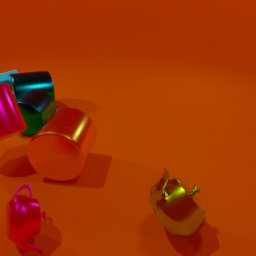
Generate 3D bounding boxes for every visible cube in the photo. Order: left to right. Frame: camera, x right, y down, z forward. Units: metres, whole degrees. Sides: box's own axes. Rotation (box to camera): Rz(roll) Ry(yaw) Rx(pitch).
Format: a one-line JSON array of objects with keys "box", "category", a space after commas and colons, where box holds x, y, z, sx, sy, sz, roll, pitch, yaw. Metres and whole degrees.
[{"box": [-4.206, -1.498, 10.041, 0.816, 0.816, 0.816, -23, 36, -23], "category": "cube"}]

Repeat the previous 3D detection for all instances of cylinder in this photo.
[{"box": [-3.099, -0.299, 6.505, 1.137, 1.137, 1.137, -22, 3, 1], "category": "cylinder"}, {"box": [-3.150, -1.215, 9.158, 1.212, 1.212, 1.212, -12, 31, -27], "category": "cylinder"}, {"box": [-2.749, -0.457, 8.060, 1.027, 1.027, 1.027, 3, 28, 6], "category": "cylinder"}, {"box": [-1.444, 0.345, 6.385, 1.253, 1.253, 1.253, 3, 29, 6], "category": "cylinder"}]

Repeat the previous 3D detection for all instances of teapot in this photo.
[{"box": [-1.695, 1.546, 4.696, 0.623, 0.791, 1.273, -1, 56, -29], "category": "teapot"}, {"box": [0.852, 1.236, 4.710, 0.809, 1.652, 1.027, -40, 33, 6], "category": "teapot"}]
